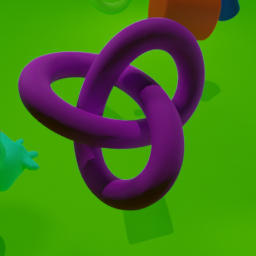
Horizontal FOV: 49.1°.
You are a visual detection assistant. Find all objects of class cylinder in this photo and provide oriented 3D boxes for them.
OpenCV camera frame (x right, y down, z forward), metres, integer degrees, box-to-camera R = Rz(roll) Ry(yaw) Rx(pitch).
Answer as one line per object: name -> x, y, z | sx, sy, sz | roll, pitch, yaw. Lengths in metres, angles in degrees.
cylinder -> 0.964, -2.098, 4.993 | 0.984, 0.984, 0.984 | -1, 44, -15
cylinder -> 3.001, -3.905, 8.736 | 0.788, 0.788, 0.788 | -19, 51, 24

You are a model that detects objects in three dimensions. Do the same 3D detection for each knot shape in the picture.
knot shape -> -0.059, -0.081, 2.672 | 1.804, 0.834, 1.688 | -5, 80, -2

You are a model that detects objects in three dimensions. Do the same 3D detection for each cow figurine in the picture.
cow figurine -> -1.895, 0.310, 3.727 | 0.911, 1.660, 1.633 | 38, 40, 14

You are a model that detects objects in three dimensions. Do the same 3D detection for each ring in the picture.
ring -> -0.451, -3.532, 6.968 | 1.339, 1.339, 0.268 | -23, 22, -21

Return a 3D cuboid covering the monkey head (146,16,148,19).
monkey head -> 1.045, -3.152, 8.037 | 0.924, 0.774, 1.285 | -38, 36, 7

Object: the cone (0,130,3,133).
cone -> -2.863, 0.715, 4.593 | 1.389, 1.389, 1.394 | -2, 72, -2
